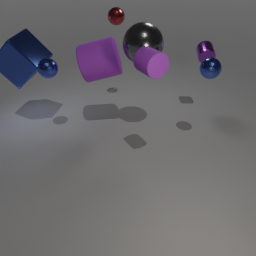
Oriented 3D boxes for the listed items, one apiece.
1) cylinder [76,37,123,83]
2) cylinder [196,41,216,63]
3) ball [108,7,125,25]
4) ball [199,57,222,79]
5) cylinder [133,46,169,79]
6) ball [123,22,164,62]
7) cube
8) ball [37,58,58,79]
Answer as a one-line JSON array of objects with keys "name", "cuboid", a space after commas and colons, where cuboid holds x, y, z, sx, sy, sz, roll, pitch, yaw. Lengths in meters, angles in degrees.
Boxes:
[{"name": "cylinder", "cuboid": [-1.046, -2.540, 10.467, 1.400, 1.400, 1.400, -13, 30, 7]}, {"name": "cylinder", "cuboid": [3.245, -3.151, 11.686, 0.700, 0.700, 0.700, 1, 50, 1]}, {"name": "ball", "cuboid": [-0.483, -4.578, 11.475, 0.700, 0.700, 0.700, 0, 31, 0]}, {"name": "ball", "cuboid": [2.702, -1.955, 9.171, 0.700, 0.700, 0.700, 0, 31, 0]}, {"name": "cylinder", "cuboid": [0.613, -1.742, 7.450, 0.700, 0.700, 0.700, -17, 36, -26]}, {"name": "ball", "cuboid": [0.514, -2.862, 9.538, 1.400, 1.400, 1.400, 0, 31, 0]}, {"name": "cube", "cuboid": [-4.055, -2.663, 10.776, 1.400, 1.400, 1.400, -33, 23, 32]}, {"name": "ball", "cuboid": [-2.800, -2.085, 9.795, 0.700, 0.700, 0.700, 0, 31, 0]}]
